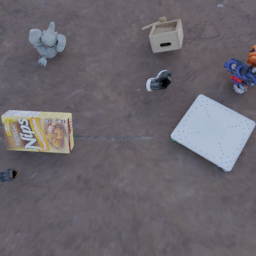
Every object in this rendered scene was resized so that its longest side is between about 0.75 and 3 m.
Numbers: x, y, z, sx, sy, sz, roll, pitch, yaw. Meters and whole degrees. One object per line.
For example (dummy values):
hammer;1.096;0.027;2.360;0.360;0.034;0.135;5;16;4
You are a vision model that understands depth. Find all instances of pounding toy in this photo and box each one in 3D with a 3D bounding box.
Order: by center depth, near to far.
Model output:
pounding toy;1.265;-3.438;10.304;1.444;0.752;1.644;-4;41;21

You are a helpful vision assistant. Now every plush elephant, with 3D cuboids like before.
plush elephant;-2.768;-3.083;9.751;1.272;1.196;1.545;13;57;-24

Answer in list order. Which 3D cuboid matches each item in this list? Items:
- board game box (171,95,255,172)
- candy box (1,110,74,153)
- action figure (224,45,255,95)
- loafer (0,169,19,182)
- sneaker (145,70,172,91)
board game box;2.644;0.105;8.723;1.980;0.256;1.980;31;65;16
candy box;-2.570;0.105;8.088;1.879;1.084;0.519;2;23;3
action figure;4.204;-1.846;9.011;1.053;1.947;2.013;18;30;-34
loafer;-3.146;1.283;7.621;0.343;0.949;0.345;-10;91;-1
sneaker;1.188;-1.535;9.143;0.642;0.472;1.420;10;31;35
